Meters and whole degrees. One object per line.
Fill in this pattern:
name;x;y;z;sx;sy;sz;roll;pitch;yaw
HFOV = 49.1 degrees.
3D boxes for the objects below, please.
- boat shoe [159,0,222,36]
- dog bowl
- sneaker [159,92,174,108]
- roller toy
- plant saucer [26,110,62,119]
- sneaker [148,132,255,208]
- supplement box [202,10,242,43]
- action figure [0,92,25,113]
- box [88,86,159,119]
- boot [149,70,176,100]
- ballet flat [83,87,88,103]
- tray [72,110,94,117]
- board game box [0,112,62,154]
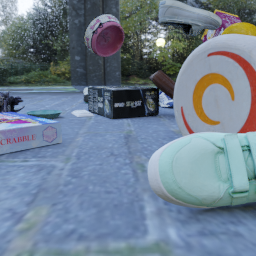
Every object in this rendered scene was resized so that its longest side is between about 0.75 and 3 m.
boat shoe;1.668;-2.864;7.623;1.956;0.697;0.682;7;7;-24
dog bowl;-0.966;-3.969;12.306;1.859;1.859;0.685;-9;46;-40
sneaker;2.017;-1.535;14.866;0.729;0.853;1.936;-2;12;-20
roller toy;2.162;-0.530;5.286;1.748;2.282;2.501;-7;45;-35
plant saucer;-3.289;-0.520;11.021;1.358;0.244;1.358;0;10;0
sneaker;1.616;0.301;3.118;2.627;0.967;1.549;-1;-19;-15
supplement box;3.529;-3.217;10.186;0.997;1.265;1.932;11;44;-12
action figure;-4.634;-0.697;8.991;1.712;1.470;2.881;-4;-19;25
box;-0.268;-1.188;12.082;2.191;1.152;2.676;-6;12;-28
boot;2.103;-1.559;11.617;2.523;0.810;2.352;38;21;7
ballet flat;-2.422;-2.155;17.912;0.930;0.935;2.734;-17;10;1
tray;-1.945;-0.635;11.916;0.716;0.148;1.334;-5;12;-22
board game box;-3.503;0.105;6.731;2.731;0.562;2.725;10;14;42
